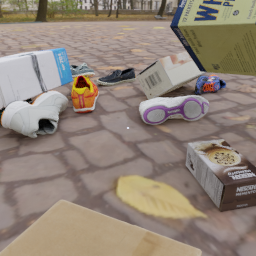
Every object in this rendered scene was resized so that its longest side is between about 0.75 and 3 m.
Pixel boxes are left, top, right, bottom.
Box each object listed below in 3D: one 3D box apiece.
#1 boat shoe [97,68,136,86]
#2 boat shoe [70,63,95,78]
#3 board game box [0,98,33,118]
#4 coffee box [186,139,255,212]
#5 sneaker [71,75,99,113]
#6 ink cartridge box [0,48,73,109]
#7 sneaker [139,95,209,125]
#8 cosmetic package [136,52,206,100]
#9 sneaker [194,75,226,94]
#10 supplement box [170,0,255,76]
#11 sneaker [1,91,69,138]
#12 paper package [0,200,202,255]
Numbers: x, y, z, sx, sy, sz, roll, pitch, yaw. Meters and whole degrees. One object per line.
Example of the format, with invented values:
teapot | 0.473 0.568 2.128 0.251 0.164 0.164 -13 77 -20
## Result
boat shoe | -0.510 -2.328 12.610 1.982 0.617 0.739 -15 31 -27
boat shoe | -1.789 -2.156 10.463 0.664 0.564 1.825 -3 8 -31
board game box | -4.191 -0.868 9.402 1.775 0.369 2.624 -14 24 -19
coffee box | 1.930 0.886 5.720 0.900 0.636 1.592 -6 26 -12
sneaker | -1.562 -1.488 10.290 1.029 1.088 2.819 -6 24 -9
ink cartridge box | -3.557 -1.627 8.857 2.156 1.264 2.944 2 22 28
sneaker | 1.441 -0.728 8.914 2.267 0.849 1.129 -5 26 -11
cosmetic package | 1.736 -2.122 10.962 1.352 1.141 2.616 -29 -2 44
sneaker | 3.354 -1.762 11.373 1.834 0.691 0.719 -23 39 -36
supplement box | 2.460 -2.302 6.411 2.049 1.377 2.051 15 -12 39
sneaker | -2.388 -0.310 8.226 1.182 0.973 2.571 32 28 10
paper package | -0.531 2.013 2.744 2.084 1.131 2.187 12 27 24
